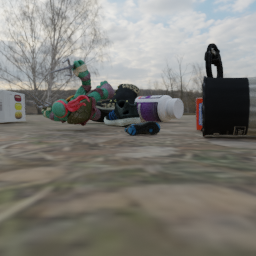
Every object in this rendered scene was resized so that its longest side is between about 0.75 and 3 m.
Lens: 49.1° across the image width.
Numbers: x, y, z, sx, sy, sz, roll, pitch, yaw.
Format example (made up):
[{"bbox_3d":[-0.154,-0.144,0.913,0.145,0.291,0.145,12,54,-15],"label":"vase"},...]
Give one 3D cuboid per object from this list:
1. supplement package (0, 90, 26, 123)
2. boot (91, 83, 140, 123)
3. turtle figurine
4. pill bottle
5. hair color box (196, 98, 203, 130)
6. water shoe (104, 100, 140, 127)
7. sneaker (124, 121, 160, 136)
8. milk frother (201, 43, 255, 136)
[{"bbox_3d":[-5.572,-0.911,12.310,1.313,1.364,2.397,-1,4,-1],"label":"supplement package"},{"bbox_3d":[-0.728,-1.140,12.281,2.417,0.872,1.825,3,46,18],"label":"boot"},{"bbox_3d":[-1.407,-0.681,7.383,1.984,1.334,2.650,-36,-10,22],"label":"turtle figurine"},{"bbox_3d":[1.476,-0.943,13.674,2.298,1.280,1.280,3,5,41],"label":"pill bottle"},{"bbox_3d":[3.173,-0.368,7.194,2.729,0.872,1.513,0,3,16],"label":"hair color box"},{"bbox_3d":[-0.182,-0.509,9.575,0.790,0.871,2.209,-2,4,-27],"label":"water shoe"},{"bbox_3d":[0.300,-0.001,5.792,0.775,0.284,0.317,-1,3,-24],"label":"sneaker"},{"bbox_3d":[2.345,-0.782,5.285,1.817,1.932,1.744,1,-1,16],"label":"milk frother"}]
